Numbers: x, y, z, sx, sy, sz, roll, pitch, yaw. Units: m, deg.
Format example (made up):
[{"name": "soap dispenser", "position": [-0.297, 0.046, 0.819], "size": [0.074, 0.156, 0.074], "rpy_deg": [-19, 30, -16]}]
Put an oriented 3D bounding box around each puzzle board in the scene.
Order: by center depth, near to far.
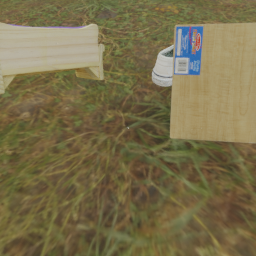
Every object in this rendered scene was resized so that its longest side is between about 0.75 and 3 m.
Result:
[{"name": "puzzle board", "position": [1.155, -0.574, 3.676], "size": [1.139, 1.511, 0.131], "rpy_deg": [3, 11, 13]}]

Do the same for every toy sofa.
[{"name": "toy sofa", "position": [-1.516, -1.297, 5.020], "size": [2.161, 1.055, 0.895], "rpy_deg": [-18, 23, -40]}]

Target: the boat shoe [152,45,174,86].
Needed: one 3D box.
[{"name": "boat shoe", "position": [1.603, -1.940, 7.493], "size": [0.945, 0.858, 2.568], "rpy_deg": [28, 45, 23]}]
